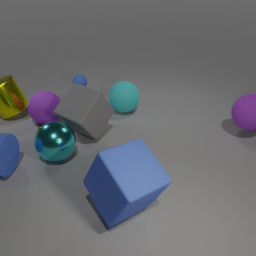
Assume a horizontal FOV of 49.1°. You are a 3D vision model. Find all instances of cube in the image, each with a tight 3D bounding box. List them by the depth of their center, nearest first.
[{"bbox_3d":[-0.058,1.341,7.048,1.400,1.400,1.400,-16,59,-38],"label":"cube"},{"bbox_3d":[-1.615,-0.626,10.556,1.400,1.400,1.400,22,73,29],"label":"cube"}]

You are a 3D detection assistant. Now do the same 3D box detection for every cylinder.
[{"bbox_3d":[-4.481,0.823,9.025,1.400,1.400,1.400,4,32,6],"label":"cylinder"},{"bbox_3d":[-5.298,-1.362,12.217,1.400,1.400,1.400,-18,33,12],"label":"cylinder"}]

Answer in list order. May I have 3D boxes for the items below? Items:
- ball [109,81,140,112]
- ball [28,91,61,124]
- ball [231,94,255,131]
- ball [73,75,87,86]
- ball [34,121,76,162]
[{"bbox_3d":[-0.176,-1.410,12.639,1.400,1.400,1.400,0,32,0],"label":"ball"},{"bbox_3d":[-3.466,-0.854,11.764,1.400,1.400,1.400,0,32,0],"label":"ball"},{"bbox_3d":[4.729,-0.603,10.792,1.400,1.400,1.400,0,32,0],"label":"ball"},{"bbox_3d":[-2.345,-2.258,13.693,0.700,0.700,0.700,0,32,0],"label":"ball"},{"bbox_3d":[-2.499,0.458,9.634,1.400,1.400,1.400,0,32,0],"label":"ball"}]
